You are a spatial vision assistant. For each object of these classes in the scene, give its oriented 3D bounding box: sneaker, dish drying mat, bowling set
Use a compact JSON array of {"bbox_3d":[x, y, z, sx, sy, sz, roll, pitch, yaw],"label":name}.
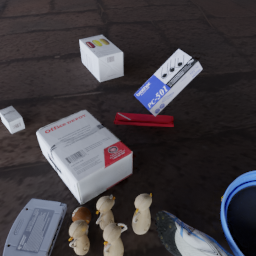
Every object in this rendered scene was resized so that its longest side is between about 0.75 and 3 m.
[{"bbox_3d":[1.604,2.838,6.882,0.851,0.844,2.348,-2,23,-43],"label":"sneaker"},{"bbox_3d":[0.627,-0.340,10.823,2.250,0.205,0.864,3,26,6],"label":"dish drying mat"},{"bbox_3d":[-0.822,2.431,6.815,1.895,1.462,2.723,26,47,26],"label":"bowling set"}]

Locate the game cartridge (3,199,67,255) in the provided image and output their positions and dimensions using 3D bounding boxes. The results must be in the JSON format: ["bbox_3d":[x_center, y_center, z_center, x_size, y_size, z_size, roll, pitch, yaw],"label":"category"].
[{"bbox_3d":[-2.450,2.716,7.369,1.191,0.362,1.787,9,42,5],"label":"game cartridge"}]

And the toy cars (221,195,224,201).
[{"bbox_3d":[3.673,2.344,7.683,2.273,0.503,1.019,9,52,4],"label":"toy cars"}]

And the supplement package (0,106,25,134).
[{"bbox_3d":[-4.417,-0.324,10.657,0.553,0.555,0.946,-29,49,-29],"label":"supplement package"}]

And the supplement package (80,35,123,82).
[{"bbox_3d":[-1.323,-3.450,13.676,1.317,1.268,2.315,-20,45,-22],"label":"supplement package"}]

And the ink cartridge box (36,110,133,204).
[{"bbox_3d":[-1.409,0.776,8.957,1.930,1.120,2.675,-27,48,-27],"label":"ink cartridge box"}]

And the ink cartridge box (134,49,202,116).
[{"bbox_3d":[1.501,-1.742,10.689,2.494,0.551,1.173,-45,49,6],"label":"ink cartridge box"}]

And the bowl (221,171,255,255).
[{"bbox_3d":[3.685,2.403,6.977,2.795,0.549,2.795,2,52,-2],"label":"bowl"}]
